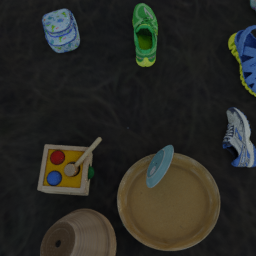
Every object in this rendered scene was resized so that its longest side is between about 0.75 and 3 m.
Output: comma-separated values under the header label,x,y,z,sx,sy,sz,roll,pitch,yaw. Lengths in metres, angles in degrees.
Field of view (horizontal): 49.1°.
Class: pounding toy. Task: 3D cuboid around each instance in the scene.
label,x,y,z,sx,sy,sz,roll,pitch,yaw
pounding toy,-1.585,1.083,7.986,1.646,1.170,1.515,4,72,1

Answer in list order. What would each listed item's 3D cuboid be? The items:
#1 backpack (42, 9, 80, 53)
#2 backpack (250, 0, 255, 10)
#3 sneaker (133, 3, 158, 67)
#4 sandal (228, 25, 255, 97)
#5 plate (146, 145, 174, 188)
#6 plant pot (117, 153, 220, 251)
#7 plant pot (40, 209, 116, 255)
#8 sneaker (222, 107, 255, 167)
label,x,y,z,sx,sy,sz,roll,pitch,yaw
backpack,-2.303,-3.319,9.588,1.171,0.941,1.280,-17,76,-2
backpack,5.071,-4.528,9.829,1.434,1.261,1.099,35,71,15
sneaker,0.633,-3.311,9.538,0.899,1.015,2.429,-4,71,0
sandal,4.195,-2.192,9.092,1.091,1.195,2.744,-20,74,-8
plate,0.820,1.021,7.776,0.170,1.333,1.333,31,73,-10
plant pot,1.092,1.968,7.765,2.771,0.381,2.771,-4,54,6
plant pot,-1.406,2.900,6.802,2.078,0.959,2.078,-17,50,21
sneaker,3.260,0.281,8.510,0.819,0.741,1.922,-11,71,1
